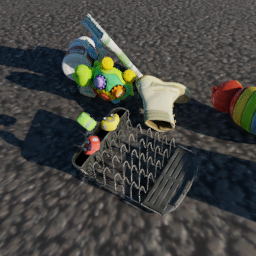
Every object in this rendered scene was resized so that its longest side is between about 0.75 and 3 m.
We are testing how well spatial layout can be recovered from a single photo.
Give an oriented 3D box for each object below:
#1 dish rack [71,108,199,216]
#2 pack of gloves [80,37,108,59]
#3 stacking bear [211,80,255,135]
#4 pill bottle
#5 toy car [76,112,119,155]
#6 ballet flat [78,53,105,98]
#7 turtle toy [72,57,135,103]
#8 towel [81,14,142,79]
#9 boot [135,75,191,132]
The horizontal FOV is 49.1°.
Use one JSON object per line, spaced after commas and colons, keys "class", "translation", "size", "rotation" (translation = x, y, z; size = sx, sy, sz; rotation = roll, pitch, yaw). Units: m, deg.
{"class": "dish rack", "translation": [0.262, 0.764, 6.682], "size": [2.630, 0.718, 2.018], "rotation": [24, 60, 24]}
{"class": "pack of gloves", "translation": [-1.208, -2.979, 10.274], "size": [0.716, 0.168, 0.853], "rotation": [-33, 89, -29]}
{"class": "stacking bear", "translation": [3.556, -0.625, 8.034], "size": [2.471, 1.501, 1.405], "rotation": [32, 90, 38]}
{"class": "pill bottle", "translation": [-1.828, -2.765, 10.867], "size": [1.106, 1.106, 1.972], "rotation": [2, 40, 2]}
{"class": "toy car", "translation": [-0.709, 0.027, 6.024], "size": [0.257, 1.084, 1.152], "rotation": [37, 85, 34]}
{"class": "ballet flat", "translation": [-1.068, -1.928, 10.209], "size": [0.827, 0.827, 2.382], "rotation": [9, 45, 11]}
{"class": "turtle toy", "translation": [-0.745, -1.482, 8.923], "size": [2.037, 1.485, 1.030], "rotation": [28, 77, -4]}
{"class": "towel", "translation": [-0.397, -2.553, 9.716], "size": [0.418, 2.725, 2.033], "rotation": [-41, 45, 9]}
{"class": "boot", "translation": [1.209, -0.639, 8.488], "size": [2.054, 0.740, 1.589], "rotation": [11, 57, -33]}
